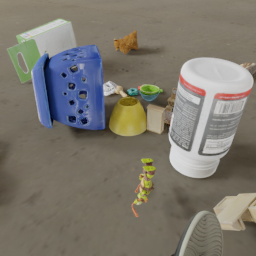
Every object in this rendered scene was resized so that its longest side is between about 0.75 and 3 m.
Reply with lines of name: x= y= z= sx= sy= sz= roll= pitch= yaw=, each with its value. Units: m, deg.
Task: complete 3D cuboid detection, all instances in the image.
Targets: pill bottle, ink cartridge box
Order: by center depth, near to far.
pill bottle: x=1.736 y=-0.168 z=6.426 sx=1.472 sy=2.540 sz=1.472 roll=4 pitch=36 yaw=-3
ink cartridge box: x=-3.564 y=-3.240 z=11.579 sx=0.874 sy=1.530 sz=2.947 roll=30 pitch=53 yaw=35

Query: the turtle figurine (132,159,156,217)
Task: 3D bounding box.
turtle figurine: x=0.355 y=1.170 z=5.710 sx=0.380 sy=0.951 sz=1.179 roll=12 pitch=24 yaw=5

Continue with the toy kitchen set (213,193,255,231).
toy kitchen set: x=2.297 y=1.983 z=5.232 sx=1.039 sy=1.149 sz=1.274 roll=-25 pitch=2 yaw=-36

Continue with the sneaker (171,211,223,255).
sneaker: x=0.714 y=1.915 z=3.928 sx=0.627 sy=1.677 sz=0.891 roll=20 pitch=-8 yaw=-20

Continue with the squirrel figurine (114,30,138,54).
squirrel figurine: x=-0.123 y=-4.265 z=14.072 sx=1.200 sy=0.910 sz=1.286 roll=-4 pitch=31 yaw=5

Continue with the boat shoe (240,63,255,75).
boat shoe: x=4.843 y=-2.389 z=11.627 sx=0.532 sy=0.561 sz=1.481 roll=22 pitch=31 yaw=34

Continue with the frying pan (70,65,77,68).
frying pan: x=-2.416 y=-3.332 z=13.148 sx=2.604 sy=0.424 sz=1.575 roll=-28 pitch=44 yaw=-30

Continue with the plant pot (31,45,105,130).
plant pot: x=-1.718 y=-1.215 z=8.327 sx=1.890 sy=2.102 sz=2.102 roll=-6 pitch=27 yaw=-8

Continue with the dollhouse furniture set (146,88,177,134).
dollhouse furniture set: x=1.373 y=-0.583 z=8.700 sx=0.924 sy=0.789 sz=1.783 roll=18 pitch=38 yaw=24

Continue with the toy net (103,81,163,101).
toy net: x=0.051 y=-1.492 z=10.330 sx=2.359 sy=0.456 sz=1.238 roll=11 pitch=36 yaw=16

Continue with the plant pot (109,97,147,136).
plant pot: x=0.005 y=-0.439 z=8.437 sx=1.188 sy=0.843 sz=1.188 roll=0 pitch=34 yaw=0
